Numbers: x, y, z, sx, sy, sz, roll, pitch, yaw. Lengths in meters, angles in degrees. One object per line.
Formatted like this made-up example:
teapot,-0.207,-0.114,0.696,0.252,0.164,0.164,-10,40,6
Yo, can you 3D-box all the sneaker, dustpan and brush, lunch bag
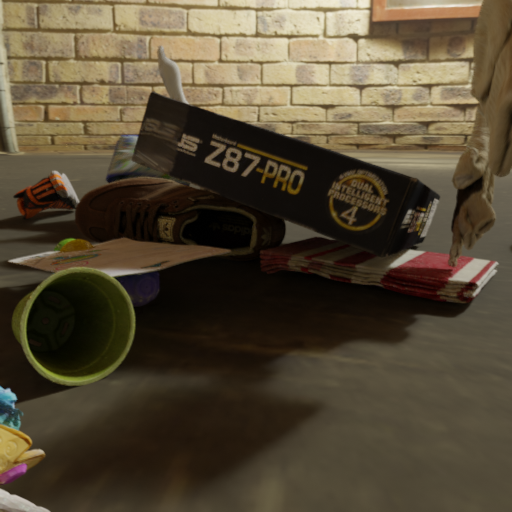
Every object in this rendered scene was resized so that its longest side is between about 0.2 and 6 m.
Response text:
sneaker,-1.236,-0.556,8.061,3.275,1.154,1.237,3,6,10
dustpan and brush,-1.137,-2.420,11.320,1.045,3.650,2.547,-11,13,1
lunch bag,-2.203,-1.800,11.709,1.643,1.047,1.397,16,45,-15
sneaker,-4.533,-1.253,12.032,1.127,0.780,2.011,-26,-3,-6

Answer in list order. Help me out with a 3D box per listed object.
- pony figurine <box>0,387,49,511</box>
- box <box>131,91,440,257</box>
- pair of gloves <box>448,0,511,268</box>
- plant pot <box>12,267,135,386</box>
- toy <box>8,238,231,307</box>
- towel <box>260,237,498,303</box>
pony figurine,-2.279,0.705,1.824,2.586,2.230,2.678,35,16,6
box,0.750,-1.033,7.755,3.215,0.979,3.989,21,11,20
pair of gloves,2.423,-1.387,6.017,0.470,2.279,2.681,7,-30,16
plant pot,-1.570,0.540,4.528,0.887,0.887,0.842,-11,5,-39
toy,-1.598,0.214,6.150,1.537,0.630,2.670,-13,14,-34
towel,1.608,0.119,7.273,2.645,0.301,1.905,9,12,29
